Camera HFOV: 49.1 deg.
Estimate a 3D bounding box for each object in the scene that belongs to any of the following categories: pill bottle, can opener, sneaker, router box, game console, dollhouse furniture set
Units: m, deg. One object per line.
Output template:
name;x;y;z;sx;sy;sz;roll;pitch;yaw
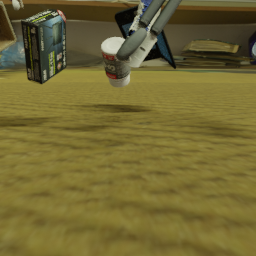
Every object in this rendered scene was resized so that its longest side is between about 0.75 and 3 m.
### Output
pill bottle;-0.279;-1.625;7.101;0.664;1.166;0.664;-3;52;4
can opener;0.482;-1.960;5.167;0.506;1.922;0.639;34;1;-13
sneaker;0.437;-2.794;7.513;0.661;1.636;0.945;20;27;-10
router box;-2.202;-2.196;7.548;0.517;1.665;1.247;19;39;13
game console;0.593;-3.022;9.711;1.860;2.115;1.231;-7;44;26
dollhouse furniture set;-2.832;-3.001;7.246;1.683;2.371;1.878;36;64;17

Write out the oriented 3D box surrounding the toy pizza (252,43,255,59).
toy pizza;3.723;-2.058;6.454;1.681;0.266;1.681;-33;24;17
